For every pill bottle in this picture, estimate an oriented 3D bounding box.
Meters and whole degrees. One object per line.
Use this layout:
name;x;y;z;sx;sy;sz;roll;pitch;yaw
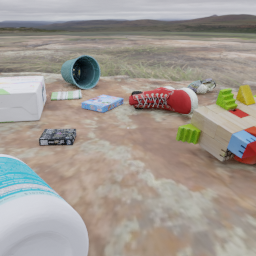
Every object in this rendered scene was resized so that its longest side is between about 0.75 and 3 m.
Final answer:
pill bottle;-1.413;0.983;3.156;1.156;1.156;2.088;-16;22;-34

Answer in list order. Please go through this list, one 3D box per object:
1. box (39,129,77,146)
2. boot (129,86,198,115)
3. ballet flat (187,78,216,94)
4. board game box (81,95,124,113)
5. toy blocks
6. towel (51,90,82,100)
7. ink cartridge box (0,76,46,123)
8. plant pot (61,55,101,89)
box;-1.610;0.200;6.479;0.755;0.164;0.605;-1;22;-3
boot;0.903;-0.749;8.085;1.542;0.774;2.137;-8;16;-19
ballet flat;2.776;-1.509;10.272;1.466;0.527;0.527;-20;30;-38
board game box;-0.784;-0.789;8.838;0.841;0.203;1.112;13;26;29
toy blocks;2.536;0.128;5.613;2.562;1.280;1.751;-13;37;-31
towel;-2.149;-1.159;9.806;1.036;0.159;0.773;-4;22;-10
ink cartridge box;-3.324;-1.003;8.498;1.476;0.848;2.520;-4;23;-10
plant pot;-1.965;-2.219;11.133;1.291;1.291;1.264;-17;19;-35
